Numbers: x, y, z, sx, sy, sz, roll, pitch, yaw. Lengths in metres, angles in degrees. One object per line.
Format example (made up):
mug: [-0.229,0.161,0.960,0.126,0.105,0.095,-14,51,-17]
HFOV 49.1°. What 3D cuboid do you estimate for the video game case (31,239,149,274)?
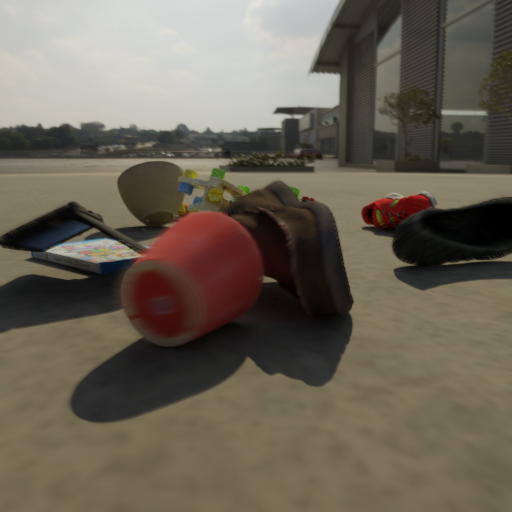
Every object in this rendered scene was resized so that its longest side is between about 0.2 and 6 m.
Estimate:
video game case: [-2.366,-0.029,8.690,1.944,0.173,1.391,9,14,40]

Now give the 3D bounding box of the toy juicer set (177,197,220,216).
toy juicer set: [-1.197,-1.186,14.311,2.033,0.553,1.293,-6,-6,-4]

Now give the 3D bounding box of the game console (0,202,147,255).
game console: [-2.184,-0.085,7.208,1.463,0.968,1.663,-27,0,-5]

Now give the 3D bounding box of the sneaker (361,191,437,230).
sneaker: [2.970,-0.817,11.764,0.986,0.895,2.323,-16,8,-15]

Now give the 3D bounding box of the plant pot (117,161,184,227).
plant pot: [-2.253,-1.256,12.435,1.526,1.024,1.526,-12,-23,-5]

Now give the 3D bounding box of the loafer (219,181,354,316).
loafer: [0.218,-0.043,6.428,1.096,1.127,3.087,-18,17,-6]

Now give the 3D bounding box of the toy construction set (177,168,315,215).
toy construction set: [-0.055,-0.801,9.768,1.840,1.293,2.806,23,3,-38]

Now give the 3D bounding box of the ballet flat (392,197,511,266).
ballet flat: [3.289,-0.393,8.290,2.749,0.914,0.781,-13,-17,-19]

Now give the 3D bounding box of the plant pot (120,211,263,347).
plant pot: [-0.600,0.251,4.973,1.099,1.099,0.972,4,20,23]
